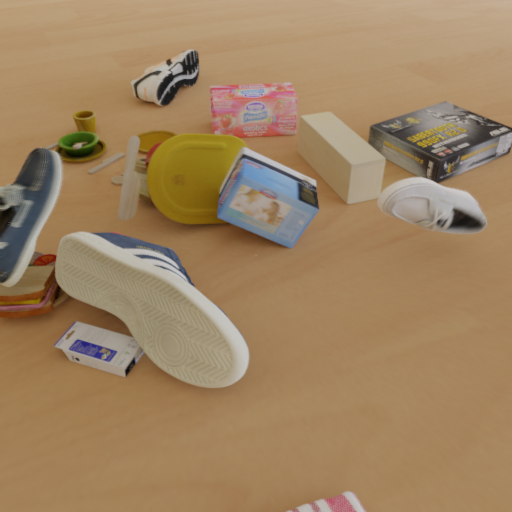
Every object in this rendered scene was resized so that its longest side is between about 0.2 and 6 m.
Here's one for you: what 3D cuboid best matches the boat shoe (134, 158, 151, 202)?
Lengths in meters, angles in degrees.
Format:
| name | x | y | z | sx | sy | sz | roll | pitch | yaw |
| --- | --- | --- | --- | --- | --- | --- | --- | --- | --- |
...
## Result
| name | x | y | z | sx | sy | sz | roll | pitch | yaw |
| --- | --- | --- | --- | --- | --- | --- | --- | --- | --- |
| boat shoe | -1.243 | -1.801 | 11.186 | 2.579 | 0.811 | 0.941 | -19 | 40 | -30 |

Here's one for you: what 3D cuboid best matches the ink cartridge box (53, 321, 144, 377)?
| name | x | y | z | sx | sy | sz | roll | pitch | yaw |
| --- | --- | --- | --- | --- | --- | --- | --- | --- | --- |
| ink cartridge box | -2.161 | 1.277 | 7.747 | 1.126 | 0.221 | 0.560 | 14 | 40 | 16 |

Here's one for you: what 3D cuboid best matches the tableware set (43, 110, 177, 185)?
| name | x | y | z | sx | sy | sz | roll | pitch | yaw |
| --- | --- | --- | --- | --- | --- | --- | --- | --- | --- |
| tableware set | -2.889 | -2.537 | 12.439 | 3.560 | 0.546 | 2.398 | 22 | 42 | 27 |

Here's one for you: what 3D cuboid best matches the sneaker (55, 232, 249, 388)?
| name | x | y | z | sx | sy | sz | roll | pitch | yaw |
| --- | --- | --- | --- | --- | --- | --- | --- | --- | --- |
| sneaker | -1.251 | 0.544 | 7.942 | 3.376 | 1.265 | 1.427 | 33 | 23 | 24 |

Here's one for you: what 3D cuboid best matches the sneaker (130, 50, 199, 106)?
| name | x | y | z | sx | sy | sz | roll | pitch | yaw |
| --- | --- | --- | --- | --- | --- | --- | --- | --- | --- |
| sneaker | -2.418 | -4.966 | 15.251 | 1.072 | 0.988 | 2.681 | 13 | 39 | 19 |

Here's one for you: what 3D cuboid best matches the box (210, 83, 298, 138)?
| name | x | y | z | sx | sy | sz | roll | pitch | yaw |
| --- | --- | --- | --- | --- | --- | --- | --- | --- | --- |
| box | -0.079 | -3.453 | 13.287 | 1.998 | 0.946 | 1.025 | -4 | 38 | -5 |

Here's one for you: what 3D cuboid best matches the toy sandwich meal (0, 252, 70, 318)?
| name | x | y | z | sx | sy | sz | roll | pitch | yaw |
| --- | --- | --- | --- | --- | --- | --- | --- | --- | --- |
| toy sandwich meal | -3.543 | 0.355 | 8.661 | 1.614 | 0.553 | 1.614 | 0 | 38 | 0 |

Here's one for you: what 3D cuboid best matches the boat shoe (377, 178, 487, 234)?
| name | x | y | z | sx | sy | sz | roll | pitch | yaw |
| --- | --- | --- | --- | --- | --- | --- | --- | --- | --- |
| boat shoe | 2.851 | -0.688 | 8.913 | 2.032 | 0.732 | 0.696 | 10 | 36 | -33 |

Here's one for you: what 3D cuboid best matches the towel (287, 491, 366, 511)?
| name | x | y | z | sx | sy | sz | roll | pitch | yaw |
| --- | --- | --- | --- | --- | --- | --- | --- | --- | --- |
| towel | 0.211 | 3.350 | 4.975 | 2.629 | 0.393 | 1.924 | -11 | 39 | -18 |

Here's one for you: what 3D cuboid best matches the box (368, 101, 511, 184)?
| name | x | y | z | sx | sy | sz | roll | pitch | yaw |
| --- | --- | --- | --- | --- | --- | --- | --- | --- | --- |
| box | 4.098 | -2.585 | 12.429 | 2.536 | 0.613 | 2.009 | -22 | 43 | -26 |

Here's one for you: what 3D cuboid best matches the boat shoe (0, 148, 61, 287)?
| name | x | y | z | sx | sy | sz | roll | pitch | yaw |
| --- | --- | --- | --- | --- | --- | --- | --- | --- | --- |
| boat shoe | -3.400 | -0.635 | 7.882 | 0.787 | 0.650 | 2.101 | 9 | 75 | 40 |

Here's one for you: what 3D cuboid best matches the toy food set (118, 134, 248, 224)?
| name | x | y | z | sx | sy | sz | roll | pitch | yaw |
| --- | --- | --- | --- | --- | --- | --- | --- | --- | --- |
| toy food set | -1.228 | -1.411 | 10.202 | 2.708 | 1.593 | 0.885 | -2 | 10 | -26 |

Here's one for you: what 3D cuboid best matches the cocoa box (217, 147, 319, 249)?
| name | x | y | z | sx | sy | sz | roll | pitch | yaw |
| --- | --- | --- | --- | --- | --- | --- | --- | --- | --- |
| cocoa box | 0.200 | -0.983 | 9.618 | 1.479 | 0.986 | 0.970 | 22 | 36 | -17 |

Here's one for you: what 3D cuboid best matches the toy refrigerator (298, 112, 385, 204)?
| name | x | y | z | sx | sy | sz | roll | pitch | yaw |
| --- | --- | --- | --- | --- | --- | --- | --- | --- | --- |
| toy refrigerator | 1.719 | -2.082 | 11.552 | 0.826 | 0.897 | 2.362 | -13 | 39 | -17 |
